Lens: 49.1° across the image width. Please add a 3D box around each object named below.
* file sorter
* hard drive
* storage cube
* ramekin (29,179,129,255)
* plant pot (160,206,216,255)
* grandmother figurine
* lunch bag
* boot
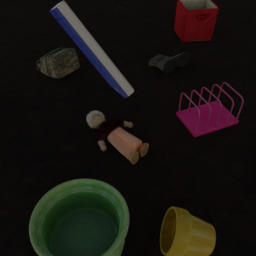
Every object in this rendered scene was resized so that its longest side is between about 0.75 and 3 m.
[{"bbox_3d":[2.796,-0.715,9.589,1.795,1.125,1.247,-16,47,-16],"label":"file sorter"},{"bbox_3d":[-0.863,-1.820,6.553,0.300,2.363,1.559,-41,27,0],"label":"hard drive"},{"bbox_3d":[3.331,-5.433,13.982,1.575,1.656,1.843,-7,46,-7],"label":"storage cube"},{"bbox_3d":[-1.055,2.346,6.476,2.175,1.062,2.175,0,41,0],"label":"ramekin"},{"bbox_3d":[1.400,2.484,6.485,1.033,1.098,1.098,17,45,-6],"label":"plant pot"},{"bbox_3d":[-0.428,0.152,9.053,2.358,0.714,1.430,35,46,27],"label":"grandmother figurine"},{"bbox_3d":[-2.987,-2.776,11.829,1.206,1.002,1.438,14,42,38],"label":"lunch bag"},{"bbox_3d":[1.815,-3.071,12.387,1.807,0.612,1.180,-31,47,-29],"label":"boot"}]
